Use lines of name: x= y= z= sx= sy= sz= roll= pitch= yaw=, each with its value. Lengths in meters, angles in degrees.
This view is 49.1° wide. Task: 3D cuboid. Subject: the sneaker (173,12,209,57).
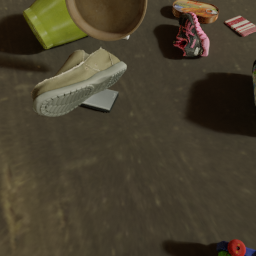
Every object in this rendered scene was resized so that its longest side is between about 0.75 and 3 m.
sneaker: x=2.066 y=-3.315 z=9.987 sx=1.052 sy=0.871 sz=2.206 roll=-16 pitch=52 yaw=2

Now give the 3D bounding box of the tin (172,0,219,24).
tin: x=2.696 y=-4.699 z=11.255 sx=1.851 sy=0.387 sz=1.036 roll=19 pitch=59 yaw=14

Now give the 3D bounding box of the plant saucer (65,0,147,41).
plant saucer: x=-0.561 y=-3.315 z=7.258 sx=2.119 sy=2.119 sz=0.312 roll=3 pitch=41 yaw=2

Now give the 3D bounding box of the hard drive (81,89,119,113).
hard drive: x=-0.927 y=-0.903 z=8.464 sx=1.117 sy=0.184 sz=0.779 roll=15 pitch=54 yaw=11

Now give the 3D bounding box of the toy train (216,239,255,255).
toy train: x=2.605 y=2.900 z=5.258 sx=1.891 sy=0.800 sz=1.094 roll=14 pitch=64 yaw=10

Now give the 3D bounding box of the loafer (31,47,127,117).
loafer: x=-0.888 y=-0.866 z=4.862 sx=0.731 sy=0.790 sz=2.100 roll=49 pitch=42 yaw=4

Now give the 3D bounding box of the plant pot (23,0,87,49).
plant pot: x=-2.370 y=-3.855 z=9.713 sx=2.078 sy=2.158 sz=2.158 roll=-34 pitch=59 yaw=-9

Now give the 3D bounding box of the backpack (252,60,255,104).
backpack: x=4.400 y=-1.051 z=7.719 sx=1.982 sy=1.868 sz=2.429 roll=6 pitch=66 yaw=26

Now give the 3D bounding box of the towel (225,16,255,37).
towel: x=4.385 y=-3.945 z=10.826 sx=0.789 sy=0.125 sz=1.095 roll=-24 pitch=55 yaw=-15

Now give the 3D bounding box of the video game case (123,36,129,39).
video game case: x=-0.394 y=-3.742 z=10.671 sx=1.013 sy=0.116 sz=0.923 roll=11 pitch=53 yaw=7
